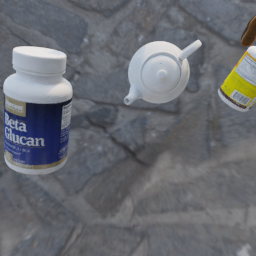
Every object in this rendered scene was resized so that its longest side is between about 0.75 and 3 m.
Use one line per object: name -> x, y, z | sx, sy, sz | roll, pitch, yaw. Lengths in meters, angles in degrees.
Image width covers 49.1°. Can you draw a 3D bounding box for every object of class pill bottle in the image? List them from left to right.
pill bottle -> -1.690, -0.338, 5.277 | 1.212, 1.212, 2.183 | 11, 113, 3
pill bottle -> 2.856, -1.222, 6.376 | 0.878, 1.607, 0.878 | 20, 34, -14

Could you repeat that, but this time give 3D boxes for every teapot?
teapot -> 0.804, -1.351, 6.815 | 1.650, 1.221, 1.671 | 7, 102, -2

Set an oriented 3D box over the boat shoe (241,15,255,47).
boat shoe -> 2.102, -1.702, 4.626 | 0.273, 0.776, 0.273 | 18, 65, -3
